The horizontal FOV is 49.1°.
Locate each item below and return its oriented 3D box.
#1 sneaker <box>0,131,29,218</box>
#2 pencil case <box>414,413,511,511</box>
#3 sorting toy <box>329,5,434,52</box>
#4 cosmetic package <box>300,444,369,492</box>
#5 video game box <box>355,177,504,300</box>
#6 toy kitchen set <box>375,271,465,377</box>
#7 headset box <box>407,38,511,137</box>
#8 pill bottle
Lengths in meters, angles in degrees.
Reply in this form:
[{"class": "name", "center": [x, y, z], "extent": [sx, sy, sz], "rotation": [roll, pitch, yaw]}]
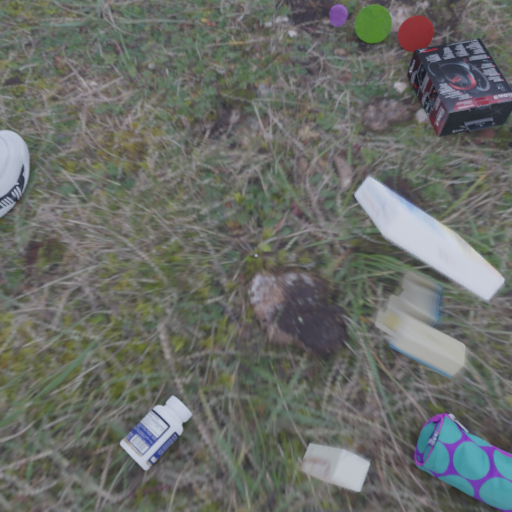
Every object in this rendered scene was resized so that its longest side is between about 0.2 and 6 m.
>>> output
[{"class": "sneaker", "center": [-5.555, -1.283, 10.041], "extent": [1.358, 2.078, 3.615], "rotation": [21, 63, 11]}, {"class": "pencil case", "center": [3.468, 3.147, 8.300], "extent": [2.061, 0.877, 0.953], "rotation": [24, 89, 12]}, {"class": "sorting toy", "center": [2.965, -5.553, 13.278], "extent": [2.460, 0.853, 0.847], "rotation": [15, 39, 6]}, {"class": "cosmetic package", "center": [0.946, 2.575, 6.851], "extent": [0.431, 0.835, 0.364], "rotation": [30, 67, -12]}, {"class": "video game box", "center": [2.011, -0.256, 6.705], "extent": [1.550, 0.363, 1.412], "rotation": [30, 21, -15]}, {"class": "toy kitchen set", "center": [1.998, 1.017, 7.043], "extent": [0.797, 1.084, 1.353], "rotation": [27, 41, 3]}, {"class": "headset box", "center": [4.406, -3.549, 12.015], "extent": [1.575, 0.795, 2.119], "rotation": [-13, 62, -7]}, {"class": "pill bottle", "center": [-1.526, 2.719, 8.707], "extent": [0.591, 0.591, 1.064], "rotation": [38, 67, 19]}]
